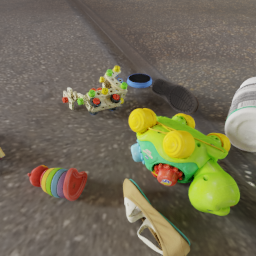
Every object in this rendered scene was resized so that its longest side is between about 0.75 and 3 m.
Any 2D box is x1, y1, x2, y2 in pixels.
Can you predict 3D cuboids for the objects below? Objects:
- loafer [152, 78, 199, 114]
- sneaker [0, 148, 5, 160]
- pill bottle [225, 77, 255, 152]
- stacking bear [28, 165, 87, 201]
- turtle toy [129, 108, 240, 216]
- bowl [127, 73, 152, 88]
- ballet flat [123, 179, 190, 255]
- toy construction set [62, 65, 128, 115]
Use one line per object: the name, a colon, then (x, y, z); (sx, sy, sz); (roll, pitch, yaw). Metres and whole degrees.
loafer: (1.726, -1.123, 9.643); (0.768, 0.790, 2.163); (14, 23, -40)
sneaker: (-4.073, 0.569, 7.575); (1.785, 0.669, 0.804); (20, 48, 35)
pill bottle: (3.782, -0.521, 8.362); (1.387, 1.387, 2.453); (15, 38, 20)
stacking bear: (-1.733, 1.219, 6.566); (1.272, 0.772, 0.723); (8, 75, 23)
turtle toy: (1.284, 0.695, 6.495); (2.181, 1.513, 2.993); (4, 24, -44)
bowl: (0.473, -1.946, 11.401); (1.009, 0.198, 1.009); (0, 36, 0)
ballet flat: (0.347, 1.829, 5.720); (0.660, 0.719, 2.094); (-34, 44, -17)
toy construction set: (-1.030, -1.225, 9.616); (2.375, 1.094, 1.557); (-23, 65, -17)
